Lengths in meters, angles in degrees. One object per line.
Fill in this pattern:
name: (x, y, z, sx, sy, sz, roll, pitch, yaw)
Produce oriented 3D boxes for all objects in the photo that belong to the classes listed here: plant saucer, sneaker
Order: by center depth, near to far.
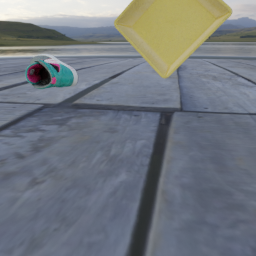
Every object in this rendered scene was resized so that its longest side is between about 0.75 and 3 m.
sneaker: (-2.219, -1.455, 7.138, 1.721, 0.719, 1.039, 26, 24, 30)
plant saucer: (1.275, -3.191, 8.385, 2.587, 2.587, 0.627, 51, 18, 15)
